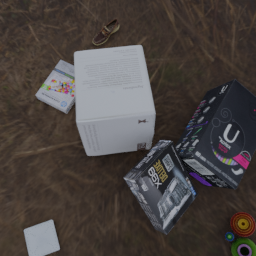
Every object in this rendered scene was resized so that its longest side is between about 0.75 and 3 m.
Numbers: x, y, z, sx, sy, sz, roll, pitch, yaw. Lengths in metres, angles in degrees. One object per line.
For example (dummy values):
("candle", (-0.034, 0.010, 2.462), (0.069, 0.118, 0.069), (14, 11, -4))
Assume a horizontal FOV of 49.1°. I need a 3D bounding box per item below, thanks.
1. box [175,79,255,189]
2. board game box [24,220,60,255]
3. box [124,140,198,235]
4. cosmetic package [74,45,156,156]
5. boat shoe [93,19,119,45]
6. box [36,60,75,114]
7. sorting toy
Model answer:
("box", (2.593, 0.200, 7.846), (1.570, 1.362, 2.568), (36, 73, -11))
("board game box", (-2.367, 3.069, 7.714), (0.829, 0.107, 0.829), (-18, 72, -7))
("box", (0.904, 1.486, 7.154), (1.486, 0.469, 1.884), (-41, 115, -29))
("cosmetic package", (-0.395, -0.740, 7.921), (1.943, 1.941, 2.355), (-6, 59, -2))
("boat shoe", (-0.780, -3.387, 9.804), (1.184, 0.426, 0.427), (-41, 79, -10))
("box", (-2.103, -1.375, 9.191), (1.184, 0.313, 1.519), (27, 74, 11))
("sorting toy", (2.986, 2.899, 7.405), (0.790, 0.540, 1.315), (-4, 70, 19))
